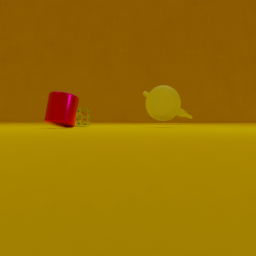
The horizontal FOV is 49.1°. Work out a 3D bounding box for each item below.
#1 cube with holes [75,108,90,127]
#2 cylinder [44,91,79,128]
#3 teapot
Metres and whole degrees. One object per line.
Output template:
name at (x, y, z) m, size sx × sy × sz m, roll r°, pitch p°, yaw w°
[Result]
cube with holes at (-1.924, -0.424, 11.195) m, size 0.723 × 0.723 × 0.723 m, roll 0°, pitch 1°, yaw -1°
cylinder at (-1.843, -0.497, 7.817) m, size 0.843 × 0.843 × 0.843 m, roll 6°, pitch -10°, yaw 1°
teapot at (1.319, -0.809, 9.699) m, size 1.951 × 1.213 × 0.955 m, roll 31°, pitch 12°, yaw 21°
